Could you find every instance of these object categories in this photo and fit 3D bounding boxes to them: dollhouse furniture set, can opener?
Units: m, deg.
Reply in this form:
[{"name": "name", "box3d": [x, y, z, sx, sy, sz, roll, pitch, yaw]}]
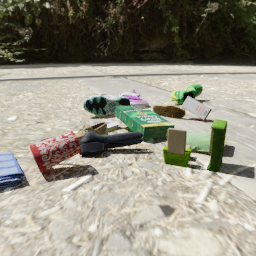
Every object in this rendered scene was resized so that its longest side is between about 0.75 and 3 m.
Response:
[{"name": "dollhouse furniture set", "box3d": [2.038, 0.162, 8.058, 1.542, 1.181, 2.353, 7, 18, 22]}, {"name": "can opener", "box3d": [-0.508, 0.430, 8.321, 1.964, 0.772, 0.623, -8, -27, -9]}]

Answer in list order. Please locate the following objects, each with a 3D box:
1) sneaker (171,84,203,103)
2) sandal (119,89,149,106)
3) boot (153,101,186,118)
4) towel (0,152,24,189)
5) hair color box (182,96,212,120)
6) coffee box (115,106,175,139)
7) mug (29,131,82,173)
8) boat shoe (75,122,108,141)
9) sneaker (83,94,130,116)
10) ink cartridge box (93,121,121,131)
[{"name": "sneaker", "box3d": [3.421, -1.789, 15.458, 2.415, 0.894, 1.009, -24, 30, -35]}, {"name": "sandal", "box3d": [0.152, -1.747, 15.315, 1.231, 0.743, 3.025, -7, 18, -21]}, {"name": "boot", "box3d": [2.090, -0.862, 12.667, 1.589, 0.578, 1.235, 8, 18, 38]}, {"name": "towel", "box3d": [-3.951, 1.103, 6.443, 2.721, 0.324, 1.998, -7, 16, -28]}, {"name": "hair color box", "box3d": [2.887, -0.834, 11.794, 1.111, 0.564, 0.340, 36, 11, 24]}, {"name": "coffee box", "box3d": [0.558, -0.276, 10.145, 1.313, 0.470, 2.136, -2, 24, -28]}, {"name": "mug", "box3d": [-1.834, 0.457, 7.007, 1.112, 0.742, 0.987, -23, 60, -17]}, {"name": "boat shoe", "box3d": [-1.378, 0.154, 9.215, 0.604, 0.547, 1.695, 15, 22, 41]}, {"name": "sneaker", "box3d": [-1.283, -1.149, 13.210, 2.425, 0.943, 1.696, 0, 12, -36]}, {"name": "ink cartridge box", "box3d": [-0.782, -0.084, 10.692, 0.801, 0.190, 0.810, 11, 18, 41]}]
